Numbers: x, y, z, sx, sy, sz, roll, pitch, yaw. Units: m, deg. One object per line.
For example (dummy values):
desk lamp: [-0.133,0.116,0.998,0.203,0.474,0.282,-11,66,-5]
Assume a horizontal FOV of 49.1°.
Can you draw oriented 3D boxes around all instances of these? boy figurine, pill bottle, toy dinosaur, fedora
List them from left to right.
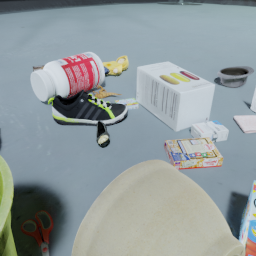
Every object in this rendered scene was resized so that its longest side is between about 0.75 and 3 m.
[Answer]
pill bottle: [-2.635,-2.245,12.400,1.684,1.684,2.999,26,40,36]
toy dinosaur: [-1.070,-1.512,12.533,1.526,0.461,0.810,-12,55,-7]
boy figurine: [-0.914,-3.227,14.897,2.504,0.807,1.557,-22,35,-28]
fedora: [5.192,-2.433,13.600,1.658,0.749,1.467,-8,30,-1]

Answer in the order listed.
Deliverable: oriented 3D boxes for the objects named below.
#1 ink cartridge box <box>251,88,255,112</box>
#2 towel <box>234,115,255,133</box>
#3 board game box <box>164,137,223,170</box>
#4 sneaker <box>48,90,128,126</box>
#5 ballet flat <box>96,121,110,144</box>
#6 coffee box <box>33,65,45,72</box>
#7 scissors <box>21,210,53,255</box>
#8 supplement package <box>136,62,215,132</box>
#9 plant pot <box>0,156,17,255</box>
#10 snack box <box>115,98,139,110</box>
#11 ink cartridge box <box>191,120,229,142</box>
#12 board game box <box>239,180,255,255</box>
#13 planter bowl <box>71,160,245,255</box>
ink cartridge box: [5.770,-0.814,10.316,0.804,1.396,2.411,-10,33,-16]
towel: [4.603,-0.149,10.409,1.025,0.173,1.074,-1,31,-3]
board game box: [2.002,0.769,8.715,1.510,0.350,1.144,-3,31,-5]
sneaker: [-1.450,-0.799,10.444,2.970,1.230,1.065,-4,32,-7]
ballet flat: [-0.914,0.170,9.379,0.492,0.421,1.481,-31,20,1]
coffee box: [-4.178,-2.908,14.572,1.383,0.551,0.791,-11,33,-17]
scissors: [-1.737,2.494,6.006,0.691,0.132,1.889,-22,38,-28]
supplement package: [1.733,-1.350,11.005,1.640,1.579,2.883,-16,35,-24]
plant pot: [-2.738,2.116,4.079,2.861,2.717,2.861,-3,38,2]
snack box: [-0.056,-0.982,11.713,0.879,0.233,0.625,-10,33,-16]
ink cartridge box: [2.795,0.138,9.667,1.024,0.440,0.750,-10,32,-13]
board game box: [2.819,2.287,5.406,1.164,1.185,2.260,14,35,21]
planter bowl: [0.663,2.029,4.390,2.579,2.579,1.735,-25,35,-35]
